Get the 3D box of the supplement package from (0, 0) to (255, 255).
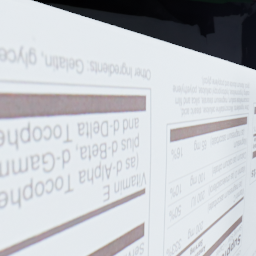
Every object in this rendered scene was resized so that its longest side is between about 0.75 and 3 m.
[{"bbox_3d":[-0.284,0.223,1.052,1.257,0.895,1.614,6,8,38],"label":"supplement package"}]
